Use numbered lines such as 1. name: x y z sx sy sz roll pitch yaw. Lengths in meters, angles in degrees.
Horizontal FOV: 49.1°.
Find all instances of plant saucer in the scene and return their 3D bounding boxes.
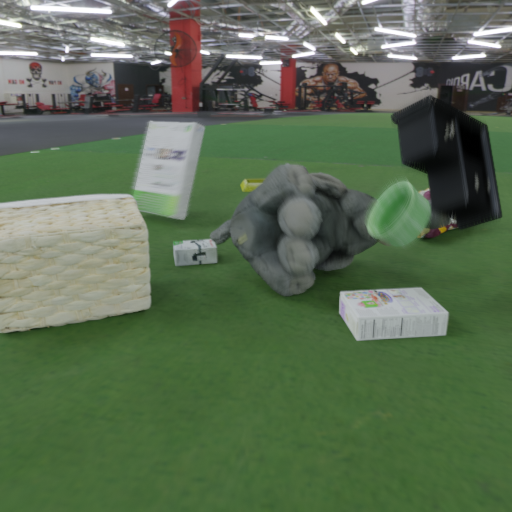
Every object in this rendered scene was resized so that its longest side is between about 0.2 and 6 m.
1. plant saucer: 0.052 -2.237 17.554 1.043 0.250 1.045 -2 19 -6

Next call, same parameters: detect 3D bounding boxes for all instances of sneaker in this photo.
1. sneaker: 4.429 -1.073 12.815 1.261 1.049 2.799 2 18 25

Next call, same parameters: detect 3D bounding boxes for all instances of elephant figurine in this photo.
1. elephant figurine: 1.316 -0.547 9.954 3.148 2.228 2.443 -14 54 -39

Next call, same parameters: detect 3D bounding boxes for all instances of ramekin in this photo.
1. ramekin: 2.129 -0.593 8.313 0.455 0.932 0.932 31 10 -19

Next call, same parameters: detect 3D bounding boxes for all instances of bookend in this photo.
1. bookend: 2.927 -1.388 8.611 1.601 1.591 0.738 11 -20 -37

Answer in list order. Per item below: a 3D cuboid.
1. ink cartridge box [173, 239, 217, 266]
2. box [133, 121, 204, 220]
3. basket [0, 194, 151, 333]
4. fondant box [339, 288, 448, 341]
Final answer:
1. ink cartridge box: -1.189 -0.072 10.938 0.820 0.340 0.601 -4 19 -11
2. box: -2.187 -2.114 13.679 1.659 2.298 0.418 13 0 39
3. basket: -2.870 0.089 8.535 2.426 1.644 1.497 -8 24 -21
4. fondant box: 1.972 0.831 8.187 1.316 0.383 0.949 -1 19 -7
